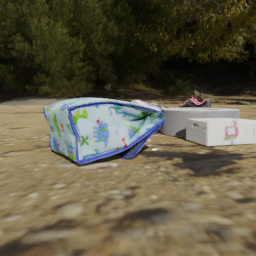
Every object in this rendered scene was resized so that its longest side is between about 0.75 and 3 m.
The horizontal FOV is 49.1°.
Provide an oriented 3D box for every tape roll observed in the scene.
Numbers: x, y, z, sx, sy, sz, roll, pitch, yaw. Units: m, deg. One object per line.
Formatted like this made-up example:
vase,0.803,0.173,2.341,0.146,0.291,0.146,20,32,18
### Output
tape roll,2.480,-0.243,9.826,2.661,0.879,2.661,0,5,0

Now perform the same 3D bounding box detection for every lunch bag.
lunch bag,-0.535,-0.066,6.140,2.110,1.344,1.794,-15,13,-31

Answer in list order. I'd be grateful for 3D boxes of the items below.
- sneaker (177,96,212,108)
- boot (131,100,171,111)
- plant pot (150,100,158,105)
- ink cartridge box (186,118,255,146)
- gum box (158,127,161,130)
sneaker,3.273,-1.050,15.137,2.844,1.357,1.124,3,9,40
boot,1.224,-0.745,13.989,1.323,1.066,2.929,-2,17,-27
plant pot,1.424,-1.139,17.949,0.938,1.081,1.081,-17,10,-12
ink cartridge box,2.560,0.076,7.842,1.579,0.668,1.141,0,6,-18
gum box,0.514,-0.140,10.777,1.366,0.452,0.775,-4,9,-32
